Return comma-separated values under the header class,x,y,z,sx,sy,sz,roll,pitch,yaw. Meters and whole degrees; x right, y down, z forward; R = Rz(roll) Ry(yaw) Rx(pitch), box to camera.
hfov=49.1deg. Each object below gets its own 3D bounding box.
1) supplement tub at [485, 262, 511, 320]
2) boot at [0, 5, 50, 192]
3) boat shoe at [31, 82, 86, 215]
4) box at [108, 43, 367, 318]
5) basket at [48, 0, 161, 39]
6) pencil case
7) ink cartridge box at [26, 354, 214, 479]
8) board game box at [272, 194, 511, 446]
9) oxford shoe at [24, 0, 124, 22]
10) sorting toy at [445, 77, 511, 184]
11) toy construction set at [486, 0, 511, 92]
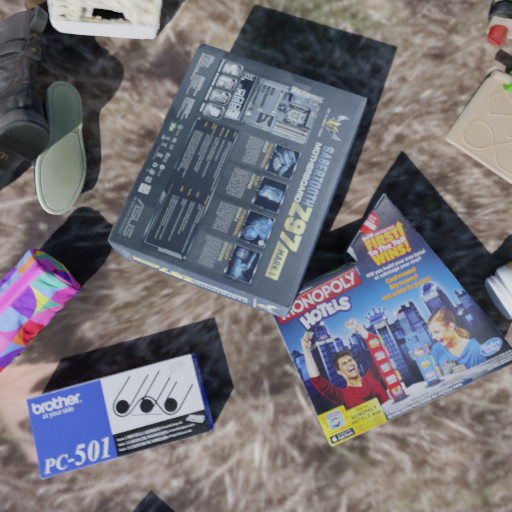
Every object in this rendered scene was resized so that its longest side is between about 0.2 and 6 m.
class,x,y,z,sx,sy,sz,roll,pitch,yaw
supplement tub,4.399,0.428,8.972,1.183,0.854,0.854,-29,83,5
boot,-4.493,-2.508,9.375,3.002,1.039,2.614,-24,64,20
boat shoe,-3.417,-1.751,9.422,0.839,0.744,2.245,2,82,-44
box,-0.195,-1.173,8.425,2.761,0.893,3.501,19,76,5
basket,-2.490,-5.279,9.190,1.859,1.691,2.742,-3,81,-21
pencil case,-3.962,1.058,8.801,1.112,1.112,2.516,40,82,5
ink cartridge box,-2.114,2.491,8.842,2.660,0.588,1.250,-15,81,-2
board game box,1.903,0.826,8.891,3.156,0.973,3.154,-23,81,-3
oxford shoe,-3.167,-4.616,9.751,1.936,0.817,0.703,-8,76,4
sorting toy,4.471,-2.412,9.705,1.533,0.305,2.074,35,87,10
toy construction set,5.393,-4.344,9.415,2.196,2.383,2.858,13,58,-16
